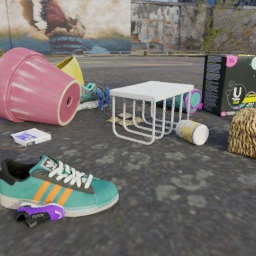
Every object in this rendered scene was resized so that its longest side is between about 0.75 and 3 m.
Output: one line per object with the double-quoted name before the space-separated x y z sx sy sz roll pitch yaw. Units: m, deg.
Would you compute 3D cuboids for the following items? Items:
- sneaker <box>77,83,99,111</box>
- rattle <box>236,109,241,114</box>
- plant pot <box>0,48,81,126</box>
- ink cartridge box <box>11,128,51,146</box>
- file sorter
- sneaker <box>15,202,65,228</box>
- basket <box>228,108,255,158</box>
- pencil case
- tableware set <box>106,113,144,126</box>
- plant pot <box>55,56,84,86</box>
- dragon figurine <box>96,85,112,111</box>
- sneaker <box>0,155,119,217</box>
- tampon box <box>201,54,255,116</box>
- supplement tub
"sneaker" -2.526 -1.497 13.363 1.112 1.307 2.865 11 21 38
"rattle" 4.914 -0.360 11.570 0.870 0.566 0.622 29 34 4
"plant pot" -3.452 -1.397 11.142 2.636 2.945 2.945 20 22 11
"ink cartridge box" -3.345 0.310 9.629 0.974 0.211 0.965 18 25 37
"file sorter" 0.913 -0.679 10.289 1.876 1.683 2.703 13 23 35
"sneaker" -1.693 1.698 5.319 0.969 0.337 0.482 -1 24 9
"basket" 4.104 0.089 8.580 1.814 1.295 1.351 -18 24 -42
"pencil case" 2.182 -1.530 13.667 2.759 1.174 1.275 22 -8 46
"tableware set" -0.113 -0.347 11.725 1.229 0.171 1.472 -17 25 -38
"plant pot" -3.240 -2.268 14.390 2.450 1.739 2.450 -28 27 15
"dragon figurine" -1.161 -1.568 13.236 0.639 1.080 2.172 -8 54 -4
"sneaker" -1.483 1.133 5.826 2.570 1.027 0.917 1 18 4
"tampon box" 4.713 -2.055 12.957 1.958 2.612 1.649 -7 19 -19
"supplement tub" 2.139 0.124 9.427 0.691 0.691 0.951 -12 21 -32
